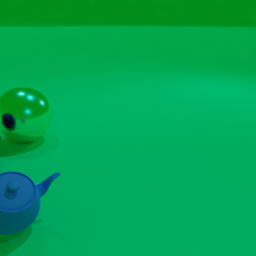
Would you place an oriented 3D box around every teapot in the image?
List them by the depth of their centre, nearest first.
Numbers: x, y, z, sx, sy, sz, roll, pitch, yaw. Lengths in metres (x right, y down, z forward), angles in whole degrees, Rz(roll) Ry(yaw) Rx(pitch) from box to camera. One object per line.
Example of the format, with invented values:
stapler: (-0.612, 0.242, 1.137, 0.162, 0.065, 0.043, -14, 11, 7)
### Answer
teapot: (-1.605, 0.970, 3.920, 1.418, 0.694, 0.881, -16, 57, -44)

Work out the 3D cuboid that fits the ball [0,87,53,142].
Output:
ball: (-2.541, -0.321, 6.849, 1.346, 1.346, 1.346, 0, 22, 0)
